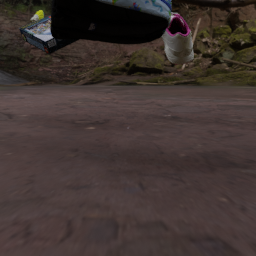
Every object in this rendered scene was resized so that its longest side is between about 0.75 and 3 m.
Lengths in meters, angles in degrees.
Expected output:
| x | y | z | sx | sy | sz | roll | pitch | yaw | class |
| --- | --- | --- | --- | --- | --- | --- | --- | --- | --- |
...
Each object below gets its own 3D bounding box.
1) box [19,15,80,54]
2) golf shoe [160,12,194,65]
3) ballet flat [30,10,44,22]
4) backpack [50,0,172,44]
| x | y | z | sx | sy | sz | roll | pitch | yaw | class |
| --- | --- | --- | --- | --- | --- | --- | --- | --- | --- |
| -1.747 | -2.759 | 7.666 | 1.962 | 0.370 | 1.340 | -36 | 50 | -28 | box |
| 1.308 | -3.133 | 8.500 | 0.971 | 2.579 | 1.180 | -20 | -31 | -7 | golf shoe |
| -2.929 | -3.243 | 8.854 | 0.365 | 1.092 | 0.366 | 11 | 1 | 31 | ballet flat |
| -0.175 | -1.855 | 4.239 | 1.747 | 1.343 | 1.425 | 14 | -14 | -12 | backpack |
